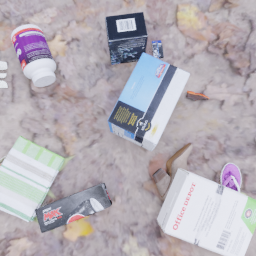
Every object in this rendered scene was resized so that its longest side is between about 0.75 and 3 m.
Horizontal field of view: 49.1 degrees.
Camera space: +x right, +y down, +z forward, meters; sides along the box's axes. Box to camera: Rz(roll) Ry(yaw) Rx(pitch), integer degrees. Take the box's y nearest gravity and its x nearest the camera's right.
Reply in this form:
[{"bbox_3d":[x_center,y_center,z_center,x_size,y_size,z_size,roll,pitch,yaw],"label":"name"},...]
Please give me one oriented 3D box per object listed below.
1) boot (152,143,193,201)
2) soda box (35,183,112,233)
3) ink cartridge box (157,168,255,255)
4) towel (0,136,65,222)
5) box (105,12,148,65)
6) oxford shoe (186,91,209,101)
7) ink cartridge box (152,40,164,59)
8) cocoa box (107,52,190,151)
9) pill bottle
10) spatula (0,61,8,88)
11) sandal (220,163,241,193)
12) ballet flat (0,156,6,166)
[{"bbox_3d":[2.118,1.910,10.885,2.293,0.805,1.676,-41,87,-7],"label":"boot"},{"bbox_3d":[-2.000,2.980,10.538,2.696,0.854,0.954,-21,79,-4],"label":"soda box"},{"bbox_3d":[2.838,2.993,9.901,2.985,1.254,2.171,23,88,-7],"label":"ink cartridge box"},{"bbox_3d":[-3.925,1.948,10.662,2.059,0.424,2.760,30,79,-15],"label":"towel"},{"bbox_3d":[-0.075,-3.564,11.353,1.498,2.018,1.080,-9,78,-2],"label":"box"},{"bbox_3d":[2.922,-1.293,11.783,0.980,0.349,0.355,15,104,3],"label":"oxford shoe"},{"bbox_3d":[1.300,-3.475,12.289,0.446,0.176,0.896,-6,77,-1],"label":"ink cartridge box"},{"bbox_3d":[0.744,-0.913,10.780,1.962,1.994,2.991,26,79,5],"label":"cocoa box"},{"bbox_3d":[-3.832,-2.947,11.571,1.333,1.333,2.370,-23,78,-5],"label":"pill bottle"},{"bbox_3d":[-5.929,-2.271,11.886,1.610,0.129,1.119,1,101,0],"label":"spatula"},{"bbox_3d":[3.984,2.366,10.849,0.832,0.502,2.044,12,78,3],"label":"sandal"},{"bbox_3d":[-4.645,1.279,11.085,1.646,0.560,0.553,-32,71,-8],"label":"ballet flat"}]
